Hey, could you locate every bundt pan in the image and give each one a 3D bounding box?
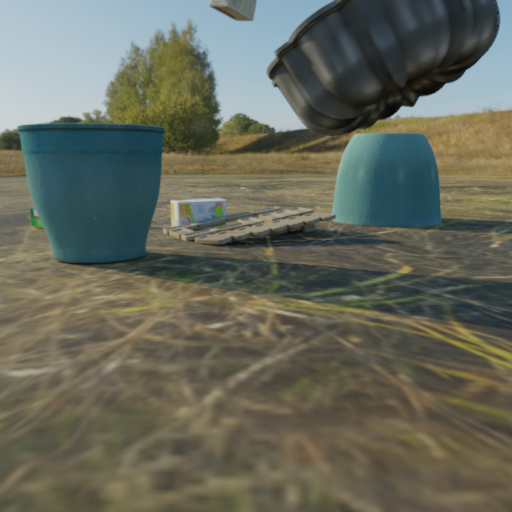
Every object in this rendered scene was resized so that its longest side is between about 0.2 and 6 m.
[{"bbox_3d":[1.413,-2.084,5.971,2.503,0.939,2.503,-25,-2,-1],"label":"bundt pan"}]

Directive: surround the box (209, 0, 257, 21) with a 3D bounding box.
[{"bbox_3d":[-0.382,-4.364,9.535,0.418,0.490,0.766,16,9,34],"label":"box"}]

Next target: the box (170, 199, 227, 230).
[{"bbox_3d":[-1.202,-0.870,11.667,1.067,0.600,0.541,-5,11,-24],"label":"box"}]

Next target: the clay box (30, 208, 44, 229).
[{"bbox_3d":[-3.786,-0.861,12.105,1.033,0.428,1.797,10,15,42],"label":"clay box"}]

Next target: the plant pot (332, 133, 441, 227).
[{"bbox_3d":[3.009,-1.804,12.933,2.508,2.013,2.508,0,10,0],"label":"plant pot"}]

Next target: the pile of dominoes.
[{"bbox_3d":[-0.119,-0.448,10.629,2.757,0.439,2.149,-14,16,-25],"label":"pile of dominoes"}]

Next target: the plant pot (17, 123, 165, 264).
[{"bbox_3d":[-2.332,-0.922,8.224,2.034,1.911,2.034,0,11,0],"label":"plant pot"}]
